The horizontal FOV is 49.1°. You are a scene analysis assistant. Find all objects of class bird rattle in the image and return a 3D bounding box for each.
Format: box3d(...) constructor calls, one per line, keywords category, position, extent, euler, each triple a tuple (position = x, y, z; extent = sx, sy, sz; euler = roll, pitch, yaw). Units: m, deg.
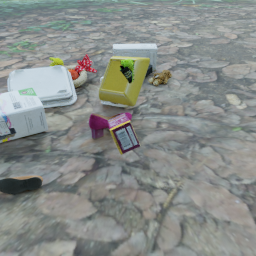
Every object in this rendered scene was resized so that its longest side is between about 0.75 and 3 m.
box3d(category="bird rattle", position=(-2.687, -2.587, 13.654), extent=(2.333, 1.314, 1.902), euler=(2, 50, -10))

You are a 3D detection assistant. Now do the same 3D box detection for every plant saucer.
box3d(category="plant saucer", position=(-0.282, -1.859, 10.399), extent=(1.875, 1.875, 0.454), euler=(15, -5, 39))

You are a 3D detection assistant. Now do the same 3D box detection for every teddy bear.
box3d(category="teddy bear", position=(1.596, -2.426, 13.832), extent=(0.929, 0.428, 1.281), euler=(11, 41, 30))

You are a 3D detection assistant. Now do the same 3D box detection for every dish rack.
box3d(category="dish rack", position=(-3.720, -1.852, 11.980), extent=(2.749, 0.598, 2.359), euler=(-10, 54, -15))

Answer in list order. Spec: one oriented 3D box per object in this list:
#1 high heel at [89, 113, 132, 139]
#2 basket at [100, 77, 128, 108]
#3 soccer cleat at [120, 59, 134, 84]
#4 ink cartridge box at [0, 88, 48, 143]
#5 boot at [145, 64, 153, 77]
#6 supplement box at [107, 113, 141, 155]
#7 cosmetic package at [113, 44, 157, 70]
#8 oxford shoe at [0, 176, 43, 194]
box3d(category="high heel", position=(-0.547, -0.376, 9.954), extent=(0.669, 0.954, 1.984), euler=(23, 39, 32))
box3d(category="basket", position=(-0.442, -1.636, 11.750), extent=(1.193, 1.204, 0.969), euler=(10, 31, 14))
box3d(category="soccer cleat", position=(-0.024, -1.718, 8.471), extent=(0.439, 1.082, 0.365), euler=(0, 65, 2))
box3d(category="ink cartridge box", position=(-4.355, -0.413, 9.883), extent=(2.525, 1.060, 1.829), euler=(-16, 35, -23))
box3d(category="boot", position=(0.119, -2.882, 14.174), extent=(1.663, 0.662, 2.017), euler=(28, 45, 18))
box3d(category="supplement box", position=(-0.130, 0.132, 7.515), extent=(0.588, 0.746, 1.139), euler=(-24, 17, -1))
box3d(category="cosmetic package", position=(0.362, -3.848, 15.221), extent=(2.348, 1.263, 0.996), euler=(1, 32, -1))
box3d(category="oxford shoe", position=(-2.921, 1.507, 7.586), extent=(1.229, 0.438, 0.438), euler=(-3, 5, -7))
